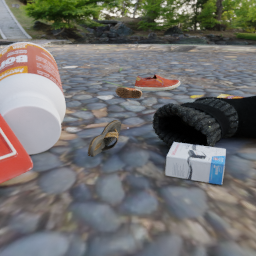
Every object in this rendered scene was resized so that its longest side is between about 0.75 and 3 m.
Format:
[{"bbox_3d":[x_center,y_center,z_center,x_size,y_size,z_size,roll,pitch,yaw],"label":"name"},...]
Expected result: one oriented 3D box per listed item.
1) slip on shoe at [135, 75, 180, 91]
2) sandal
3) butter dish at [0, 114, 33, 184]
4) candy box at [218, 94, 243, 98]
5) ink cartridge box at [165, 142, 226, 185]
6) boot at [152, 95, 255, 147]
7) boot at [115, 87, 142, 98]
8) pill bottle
[{"bbox_3d":[1.275,-1.942,11.867,2.051,0.628,0.760,-4,18,-15],"label":"slip on shoe"},{"bbox_3d":[-0.396,0.231,5.682,0.327,0.489,1.197,18,28,19],"label":"sandal"},{"bbox_3d":[-2.678,0.486,4.483,1.592,1.176,1.587,51,31,11],"label":"butter dish"},{"bbox_3d":[2.917,-0.521,8.069,1.066,0.516,1.828,12,22,32],"label":"candy box"},{"bbox_3d":[1.226,0.612,5.058,0.977,0.409,0.709,7,21,18],"label":"ink cartridge box"},{"bbox_3d":[2.206,-0.109,5.949,2.896,1.090,2.165,1,10,37],"label":"boot"},{"bbox_3d":[0.045,-1.345,10.656,1.014,0.380,0.544,10,16,7],"label":"boot"},{"bbox_3d":[-2.317,-0.762,6.501,1.607,1.607,2.864,-6,37,-17],"label":"pill bottle"}]
